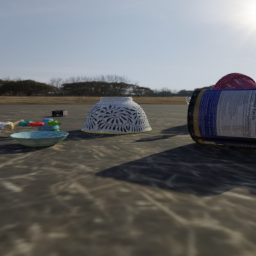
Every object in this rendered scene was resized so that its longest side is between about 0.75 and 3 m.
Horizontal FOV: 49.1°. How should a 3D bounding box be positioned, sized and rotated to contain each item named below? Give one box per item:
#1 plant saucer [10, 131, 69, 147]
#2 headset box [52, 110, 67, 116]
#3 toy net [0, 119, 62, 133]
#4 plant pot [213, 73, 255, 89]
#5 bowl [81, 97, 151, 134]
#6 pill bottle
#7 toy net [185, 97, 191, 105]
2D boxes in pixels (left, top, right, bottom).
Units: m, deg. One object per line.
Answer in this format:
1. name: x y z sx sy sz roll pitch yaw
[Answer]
1. plant saucer: -2.156 0.272 6.899 1.370 0.264 1.370 0 7 0
2. headset box: -4.302 -0.940 17.741 0.715 0.371 0.960 1 8 6
3. toy net: -3.306 0.022 8.634 2.377 0.459 1.247 -4 10 -21
4. plant pot: 5.455 -1.301 13.334 2.351 2.351 2.104 -1 21 -11
5. bowl: -0.421 -0.515 9.989 2.513 1.179 2.513 -1 6 0
6. pill bottle: 2.713 -0.232 6.432 2.421 1.354 1.354 4 7 32
7. toy net: 2.697 -0.698 10.327 2.182 0.421 1.144 38 -1 -39
